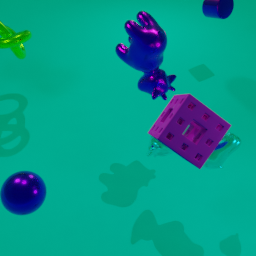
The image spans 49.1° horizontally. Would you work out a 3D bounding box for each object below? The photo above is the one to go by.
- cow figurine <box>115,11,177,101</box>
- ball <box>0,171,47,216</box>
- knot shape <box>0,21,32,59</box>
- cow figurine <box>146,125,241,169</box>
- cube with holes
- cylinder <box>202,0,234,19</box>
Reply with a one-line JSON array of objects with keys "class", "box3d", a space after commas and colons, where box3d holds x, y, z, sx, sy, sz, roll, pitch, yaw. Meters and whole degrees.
[{"class": "cow figurine", "box3d": [0.531, -1.501, 6.270, 1.672, 1.699, 0.932, 44, 65, 3]}, {"class": "ball", "box3d": [-1.774, 1.103, 4.775, 0.745, 0.745, 0.745, 0, 48, 0]}, {"class": "knot shape", "box3d": [-3.467, -2.501, 7.548, 1.567, 0.774, 1.675, 19, 2, -21]}, {"class": "cow figurine", "box3d": [1.209, 0.338, 5.586, 1.528, 0.852, 1.553, -49, 62, 15]}, {"class": "cube with holes", "box3d": [0.848, 0.021, 4.069, 0.730, 0.730, 0.730, 35, 91, -8]}, {"class": "cylinder", "box3d": [3.156, -4.273, 9.853, 0.780, 0.780, 0.780, -24, 33, -20]}]
